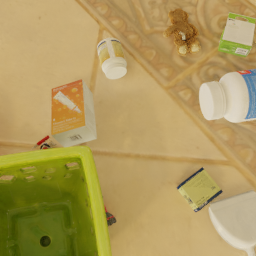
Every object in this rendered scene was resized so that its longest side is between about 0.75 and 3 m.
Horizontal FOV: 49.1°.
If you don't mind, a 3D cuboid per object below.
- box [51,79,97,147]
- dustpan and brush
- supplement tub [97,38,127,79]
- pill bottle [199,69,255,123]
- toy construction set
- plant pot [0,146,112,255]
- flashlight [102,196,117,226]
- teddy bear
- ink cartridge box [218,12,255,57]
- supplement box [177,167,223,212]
[{"bbox_3d":[-1.559,-0.424,8.035,1.021,0.800,1.641,-16,58,10],"label":"box"},{"bbox_3d":[3.058,2.826,7.235,1.448,0.594,2.074,-14,62,-10],"label":"dustpan and brush"},{"bbox_3d":[-0.506,-2.235,9.058,0.816,0.816,1.130,-13,69,-5],"label":"supplement tub"},{"bbox_3d":[3.549,-0.963,8.182,2.653,1.489,1.489,-9,68,-5],"label":"pill bottle"},{"bbox_3d":[-2.397,0.988,7.766,1.061,1.152,1.381,-35,51,0],"label":"toy construction set"},{"bbox_3d":[-2.014,2.351,6.100,2.964,2.703,2.979,-8,67,-11],"label":"plant pot"},{"bbox_3d":[-0.641,2.169,7.550,0.316,0.317,0.934,-21,69,-19],"label":"flashlight"},{"bbox_3d":[1.871,-3.246,9.676,1.238,0.570,1.708,-32,79,-4],"label":"teddy bear"},{"bbox_3d":[3.757,-3.212,9.617,0.996,0.510,1.348,16,68,7],"label":"ink cartridge box"},{"bbox_3d":[1.930,1.682,7.618,0.834,0.560,0.833,-34,72,-13],"label":"supplement box"}]
